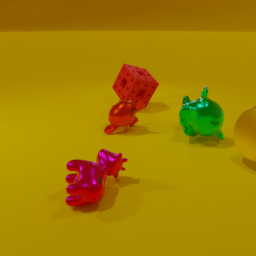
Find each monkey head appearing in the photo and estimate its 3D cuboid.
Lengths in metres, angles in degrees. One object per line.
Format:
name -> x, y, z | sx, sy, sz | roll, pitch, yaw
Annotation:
monkey head -> 2.060, -0.435, 7.851 | 1.164, 1.932, 1.390 | -14, 42, 22
monkey head -> -0.060, -0.337, 8.540 | 1.497, 1.077, 0.902 | -38, 28, 11

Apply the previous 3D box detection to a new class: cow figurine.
cow figurine -> -0.579, 0.955, 5.494 | 1.266, 0.706, 1.287 | 2, 36, -14

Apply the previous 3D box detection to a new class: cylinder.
cylinder -> 3.342, 0.155, 6.477 | 1.233, 1.233, 1.233 | 4, 17, -30

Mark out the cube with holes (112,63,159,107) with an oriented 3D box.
cube with holes -> 0.268, -1.616, 10.707 | 1.104, 1.104, 1.104 | 6, 37, -37
